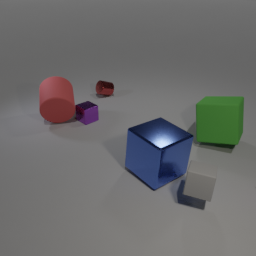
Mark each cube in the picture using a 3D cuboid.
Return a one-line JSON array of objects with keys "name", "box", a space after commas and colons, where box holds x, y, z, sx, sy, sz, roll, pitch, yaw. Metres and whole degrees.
[{"name": "cube", "box": [3.294, -0.319, 9.986, 1.400, 1.400, 1.400, 4, 18, 28]}, {"name": "cube", "box": [1.861, 1.337, 7.189, 0.700, 0.700, 0.700, 12, 21, 16]}, {"name": "cube", "box": [-1.732, -0.651, 11.865, 0.700, 0.700, 0.700, -24, 37, -37]}, {"name": "cube", "box": [0.901, 0.705, 8.446, 1.400, 1.400, 1.400, -19, 36, -35]}]

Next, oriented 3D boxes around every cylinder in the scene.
[{"name": "cylinder", "box": [-1.176, -2.021, 14.221, 0.700, 0.700, 0.700, 4, 21, -38]}, {"name": "cylinder", "box": [-2.943, -1.176, 11.617, 1.400, 1.400, 1.400, -6, 48, -11]}]
